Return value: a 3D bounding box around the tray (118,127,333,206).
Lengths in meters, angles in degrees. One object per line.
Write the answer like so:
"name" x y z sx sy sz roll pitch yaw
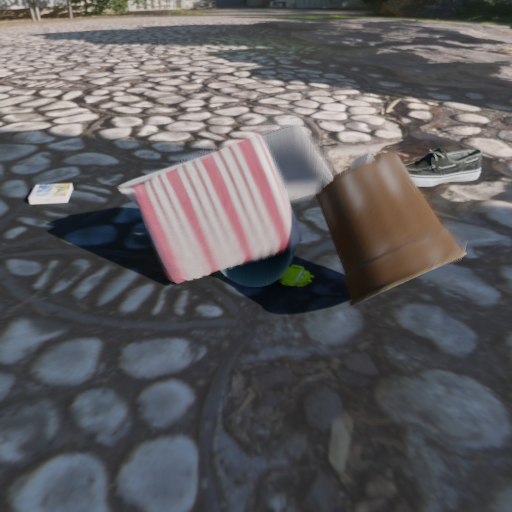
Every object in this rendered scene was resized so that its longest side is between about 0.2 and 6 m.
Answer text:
"tray" -0.543 -1.441 10.640 3.729 2.002 0.413 -14 62 22

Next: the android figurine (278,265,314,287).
"android figurine" 0.721 0.389 10.600 0.725 0.149 0.660 10 31 20

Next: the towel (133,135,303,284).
"towel" -0.709 -0.753 9.766 2.668 1.952 0.399 -19 12 21

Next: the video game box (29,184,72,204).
"video game box" -5.098 -1.547 13.924 0.897 0.210 0.818 -4 33 -6

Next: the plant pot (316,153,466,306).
"plant pot" 1.998 -0.463 9.007 1.955 1.935 1.955 -24 -8 -4

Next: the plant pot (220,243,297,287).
"plant pot" 0.069 -0.389 10.584 1.685 1.685 1.135 12 21 20

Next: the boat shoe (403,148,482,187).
"boat shoe" 4.758 -2.418 14.743 2.516 0.892 0.907 -9 31 -15

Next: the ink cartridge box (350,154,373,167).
"ink cartridge box" 1.790 -1.422 10.308 0.833 0.238 0.677 -19 57 37
